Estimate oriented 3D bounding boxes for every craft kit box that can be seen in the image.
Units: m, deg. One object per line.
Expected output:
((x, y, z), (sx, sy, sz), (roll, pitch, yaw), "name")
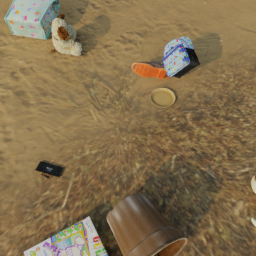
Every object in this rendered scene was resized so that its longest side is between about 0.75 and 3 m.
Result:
((-1.533, 3.878, 7.750), (2.046, 0.503, 2.072), (-27, 61, -13), "craft kit box")

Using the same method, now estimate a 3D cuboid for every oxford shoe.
((0.933, -2.522, 11.788), (1.733, 0.618, 0.632), (9, 48, -23), "oxford shoe")

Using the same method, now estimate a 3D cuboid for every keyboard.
((-2.715, 1.475, 9.555), (0.897, 0.115, 0.539), (14, 51, 10), "keyboard")

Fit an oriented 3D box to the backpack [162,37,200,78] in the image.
((1.992, -2.908, 11.200), (0.995, 1.350, 1.479), (-3, 72, -39), "backpack")

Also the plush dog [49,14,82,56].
((-2.943, -4.131, 12.410), (1.454, 1.556, 1.812), (-16, 58, -11), "plush dog")

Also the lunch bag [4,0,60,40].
((-4.493, -5.497, 13.457), (1.913, 1.369, 2.246), (9, 62, 7), "lunch bag")

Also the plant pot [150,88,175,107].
((1.394, -1.203, 11.320), (1.013, 0.139, 1.013), (0, 56, 0), "plant pot")

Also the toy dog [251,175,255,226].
((4.467, 2.199, 8.566), (1.718, 1.236, 1.771), (-22, 55, 14), "toy dog")

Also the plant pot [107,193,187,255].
((0.399, 2.875, 7.753), (1.775, 1.775, 1.757), (-27, 53, -17), "plant pot")
